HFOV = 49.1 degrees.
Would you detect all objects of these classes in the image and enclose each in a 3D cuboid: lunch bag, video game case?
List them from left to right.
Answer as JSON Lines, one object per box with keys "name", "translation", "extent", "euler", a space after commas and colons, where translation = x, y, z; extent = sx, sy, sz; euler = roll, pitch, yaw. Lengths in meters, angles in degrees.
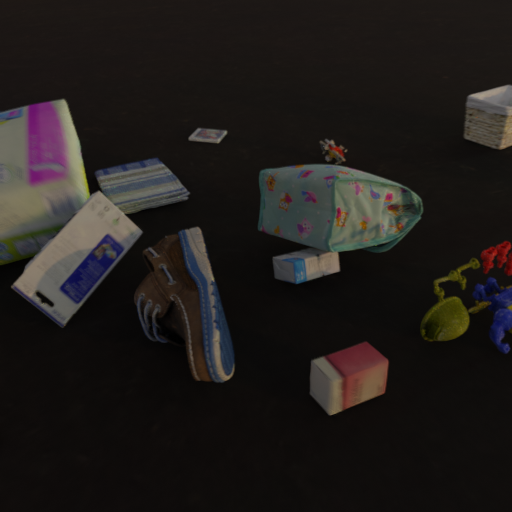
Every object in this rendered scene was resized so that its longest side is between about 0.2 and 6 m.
{"name": "video game case", "translation": [-1.376, -3.431, 15.968], "extent": [0.883, 0.102, 0.805], "euler": [8, 34, 12]}
{"name": "lunch bag", "translation": [1.563, -0.923, 10.341], "extent": [2.449, 1.494, 2.087], "euler": [-7, 17, -38]}

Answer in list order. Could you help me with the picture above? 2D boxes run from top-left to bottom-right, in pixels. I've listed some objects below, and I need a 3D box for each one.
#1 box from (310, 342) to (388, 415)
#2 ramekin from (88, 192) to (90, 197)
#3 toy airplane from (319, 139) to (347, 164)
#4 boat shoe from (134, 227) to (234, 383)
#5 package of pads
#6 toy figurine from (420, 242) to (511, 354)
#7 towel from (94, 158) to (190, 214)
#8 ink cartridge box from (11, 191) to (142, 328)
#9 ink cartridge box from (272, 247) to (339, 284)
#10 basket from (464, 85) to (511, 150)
{"name": "box", "translation": [1.234, 1.627, 7.486], "extent": [0.921, 0.589, 0.502], "euler": [-15, 31, -24]}
{"name": "ramekin", "translation": [-4.201, -1.417, 12.417], "extent": [0.938, 0.437, 0.938], "euler": [-2, 37, 1]}
{"name": "toy airplane", "translation": [1.945, -2.670, 14.382], "extent": [0.741, 0.525, 0.744], "euler": [32, 18, -9]}
{"name": "boat shoe", "translation": [-1.147, 0.776, 8.509], "extent": [1.224, 1.221, 3.381], "euler": [-15, 30, -5]}
{"name": "package of pads", "translation": [-5.168, -1.484, 11.032], "extent": [3.394, 1.498, 4.394], "euler": [-17, 37, -12]}
{"name": "toy figurine", "translation": [3.887, 0.779, 8.311], "extent": [2.533, 1.336, 1.517], "euler": [-21, 43, -28]}
{"name": "towel", "translation": [-2.712, -1.646, 13.007], "extent": [1.742, 0.282, 2.372], "euler": [-15, 34, -19]}
{"name": "ink cartridge box", "translation": [-2.928, 0.040, 9.205], "extent": [0.416, 1.056, 2.124], "euler": [-9, 39, 55]}
{"name": "ink cartridge box", "translation": [0.976, 0.125, 9.847], "extent": [1.190, 0.404, 0.690], "euler": [-14, 14, -28]}
{"name": "basket", "translation": [6.891, -3.869, 15.596], "extent": [2.010, 1.240, 1.362], "euler": [-21, 37, -31]}
